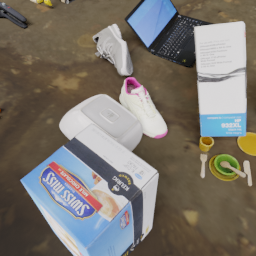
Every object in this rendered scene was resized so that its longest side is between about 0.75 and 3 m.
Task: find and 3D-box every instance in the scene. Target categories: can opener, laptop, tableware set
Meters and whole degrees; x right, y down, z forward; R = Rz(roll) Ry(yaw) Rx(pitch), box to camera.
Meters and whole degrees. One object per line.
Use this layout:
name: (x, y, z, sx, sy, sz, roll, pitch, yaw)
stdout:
can opener: (-4.825, -4.703, 11.445, 2.048, 0.649, 0.805, 35, 58, 25)
laptop: (1.620, -3.723, 9.957, 2.548, 1.316, 2.258, 27, 69, 24)
tableware set: (3.109, 0.674, 7.265, 2.509, 0.385, 1.690, 7, 51, 7)

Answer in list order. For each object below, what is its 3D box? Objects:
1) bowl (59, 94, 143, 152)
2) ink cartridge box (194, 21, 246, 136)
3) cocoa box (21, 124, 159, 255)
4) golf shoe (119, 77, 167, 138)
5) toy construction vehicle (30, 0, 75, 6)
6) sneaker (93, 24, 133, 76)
bowl: (-0.568, -0.098, 7.111, 1.844, 0.689, 1.846, 38, 41, 10)
ink cartridge box: (2.383, -1.261, 6.995, 1.062, 2.537, 1.840, -1, 17, 24)
cocoa box: (-0.578, 1.501, 5.258, 1.628, 2.441, 1.602, 35, 60, 26)
golf shoe: (0.395, -0.600, 7.944, 0.785, 0.954, 2.084, -26, 57, -21)
toy construction vehicle: (-3.334, -6.210, 12.621, 1.745, 0.706, 2.005, 34, 58, 24)
sneaker: (-0.552, -2.563, 9.679, 1.097, 1.000, 2.676, -20, 44, 0)
